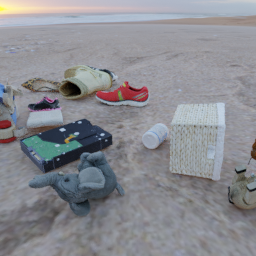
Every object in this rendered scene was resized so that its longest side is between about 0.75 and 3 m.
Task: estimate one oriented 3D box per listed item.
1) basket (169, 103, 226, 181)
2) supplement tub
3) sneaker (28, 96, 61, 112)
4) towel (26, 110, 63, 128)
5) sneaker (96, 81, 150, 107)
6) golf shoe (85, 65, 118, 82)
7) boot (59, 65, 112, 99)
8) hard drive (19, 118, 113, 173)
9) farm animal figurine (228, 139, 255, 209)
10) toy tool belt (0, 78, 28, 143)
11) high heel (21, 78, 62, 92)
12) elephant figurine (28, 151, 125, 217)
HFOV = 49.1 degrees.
[{"bbox_3d":[1.769,0.251,7.095,1.228,1.514,1.527,5,26,16],"label":"basket"},{"bbox_3d":[0.815,0.235,8.267,0.531,0.531,0.805,14,29,28],"label":"supplement tub"},{"bbox_3d":[-3.196,-0.931,10.667,1.289,0.615,0.509,0,27,4],"label":"sneaker"},{"bbox_3d":[-2.780,-0.306,9.427,1.130,0.294,1.706,-8,15,-13],"label":"towel"},{"bbox_3d":[-0.218,-1.448,11.368,2.199,0.934,0.847,3,25,7],"label":"sneaker"},{"bbox_3d":[-1.535,-2.636,14.285,2.244,0.872,1.060,20,13,35],"label":"golf shoe"},{"bbox_3d":[-2.413,-2.086,12.731,2.783,1.013,2.163,20,32,30],"label":"boot"},{"bbox_3d":[-1.725,0.421,7.932,2.167,0.410,1.514,-21,33,-36],"label":"hard drive"},{"bbox_3d":[3.356,1.299,5.507,2.301,1.157,1.858,24,53,36],"label":"farm animal figurine"},{"bbox_3d":[-4.282,-0.808,9.089,1.731,1.704,2.773,-13,28,-26],"label":"toy tool belt"},{"bbox_3d":[-3.852,-1.924,12.715,1.715,0.612,1.222,-7,18,-35],"label":"high heel"},{"bbox_3d":[-0.964,1.202,5.674,1.206,1.099,1.554,-5,15,24],"label":"elephant figurine"}]
